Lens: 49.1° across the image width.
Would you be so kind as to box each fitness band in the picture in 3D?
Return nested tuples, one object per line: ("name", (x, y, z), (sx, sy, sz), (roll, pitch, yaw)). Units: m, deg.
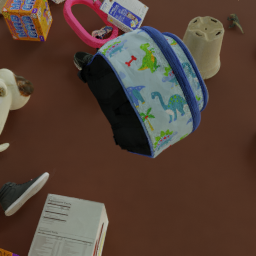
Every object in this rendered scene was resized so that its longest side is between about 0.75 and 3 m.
("fitness band", (-1.381, -4.051, 10.592), (2.294, 0.429, 1.648), (50, 57, 0))

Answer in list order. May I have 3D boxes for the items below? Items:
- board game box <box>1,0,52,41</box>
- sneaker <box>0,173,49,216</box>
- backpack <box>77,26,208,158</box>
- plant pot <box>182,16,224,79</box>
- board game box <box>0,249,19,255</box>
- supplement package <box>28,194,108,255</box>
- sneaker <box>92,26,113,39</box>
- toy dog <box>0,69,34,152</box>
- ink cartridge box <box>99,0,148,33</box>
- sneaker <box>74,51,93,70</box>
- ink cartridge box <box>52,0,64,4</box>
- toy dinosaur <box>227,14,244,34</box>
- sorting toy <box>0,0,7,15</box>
("board game box", (-3.754, -4.240, 10.612), (1.271, 1.271, 1.272), (4, 59, 3))
("sneaker", (-2.873, 1.577, 7.549), (0.723, 0.516, 1.459), (41, 71, 16))
("backpack", (0.367, -0.777, 5.795), (2.007, 2.731, 2.499), (-30, 98, -9))
("plant pot", (2.498, -2.829, 9.594), (1.720, 1.574, 1.720), (0, 59, 0))
("board game box", (-3.656, 3.683, 5.161), (2.425, 2.423, 2.423), (-8, 59, -5))
("supplement package", (-1.264, 2.648, 6.233), (1.281, 1.666, 1.742), (9, 59, 5))
("sneaker", (-0.970, -3.615, 10.759), (0.857, 0.322, 0.378), (-16, 68, 19))
("toy dog", (-3.877, -0.770, 8.141), (2.384, 1.716, 2.459), (47, 46, -16))
("ink cartridge box", (-0.163, -4.607, 10.980), (1.672, 0.393, 1.653), (28, 61, -13))
("sneaker", (-0.959, -2.251, 9.644), (2.068, 0.893, 0.831), (26, 61, 15))
("ink cartridge box", (-3.021, -6.201, 12.119), (1.238, 0.713, 2.138), (40, 67, 21))
("toy dinosaur", (4.252, -4.230, 11.214), (0.518, 0.279, 1.176), (-5, 62, -11))
("sorting toy", (-5.294, -4.996, 11.654), (0.784, 0.275, 1.626), (28, 62, 16))
